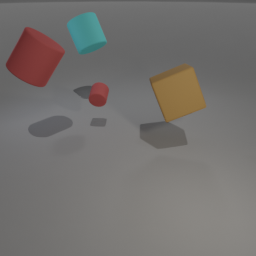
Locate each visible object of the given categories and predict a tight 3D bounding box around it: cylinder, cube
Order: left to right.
[{"bbox_3d":[-3.006,-2.292,9.136,1.400,1.400,1.400,33,16,-10],"label":"cylinder"},{"bbox_3d":[-1.859,-4.270,12.730,1.400,1.400,1.400,-23,6,3],"label":"cylinder"},{"bbox_3d":[-1.141,-1.311,11.003,0.700,0.700,0.700,3,48,6],"label":"cylinder"},{"bbox_3d":[1.639,-1.225,9.496,1.400,1.400,1.400,-21,16,8],"label":"cube"}]
